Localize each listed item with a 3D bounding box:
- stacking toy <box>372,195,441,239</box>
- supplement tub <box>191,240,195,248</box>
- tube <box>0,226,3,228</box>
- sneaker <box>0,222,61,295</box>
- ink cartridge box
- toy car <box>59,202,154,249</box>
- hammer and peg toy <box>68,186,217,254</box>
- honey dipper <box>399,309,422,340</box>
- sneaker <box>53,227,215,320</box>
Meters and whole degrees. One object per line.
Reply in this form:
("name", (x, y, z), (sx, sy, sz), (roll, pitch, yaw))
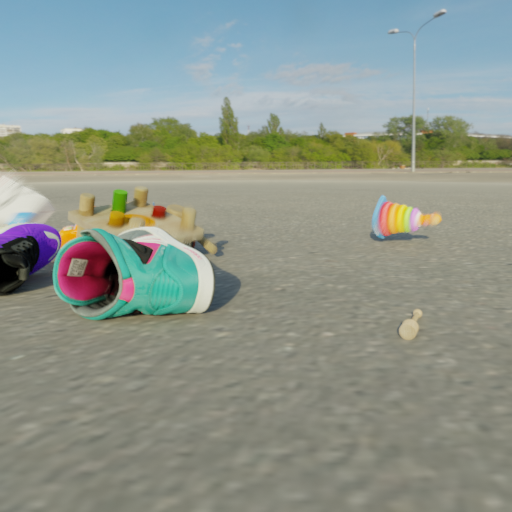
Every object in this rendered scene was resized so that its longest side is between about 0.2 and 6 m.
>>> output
("stacking toy", (3.560, -0.855, 13.106), (1.522, 0.883, 0.835), (6, 56, 33))
("supplement tub", (-1.801, -0.311, 12.400), (0.848, 0.454, 0.454), (-7, 12, -36))
("tube", (-7.172, -0.599, 14.465), (1.448, 0.420, 0.376), (-5, 55, -16))
("sneaker", (-3.926, 0.137, 8.841), (1.342, 0.938, 2.698), (9, 18, 27))
("ink cartridge box", (-4.972, -1.021, 11.323), (1.472, 0.853, 0.491), (26, -21, 17))
("toy car", (-3.371, -0.768, 12.997), (1.704, 1.156, 3.474), (1, 11, 5))
("hammer and peg toy", (-2.011, -0.676, 11.084), (1.993, 0.955, 2.709), (26, 25, 30))
("honey dipper", (1.924, 0.800, 6.886), (0.200, 0.200, 1.055), (4, 9, 21))
("sneaker", (-2.007, 0.172, 7.847), (1.728, 1.196, 2.861), (5, 7, -36))
